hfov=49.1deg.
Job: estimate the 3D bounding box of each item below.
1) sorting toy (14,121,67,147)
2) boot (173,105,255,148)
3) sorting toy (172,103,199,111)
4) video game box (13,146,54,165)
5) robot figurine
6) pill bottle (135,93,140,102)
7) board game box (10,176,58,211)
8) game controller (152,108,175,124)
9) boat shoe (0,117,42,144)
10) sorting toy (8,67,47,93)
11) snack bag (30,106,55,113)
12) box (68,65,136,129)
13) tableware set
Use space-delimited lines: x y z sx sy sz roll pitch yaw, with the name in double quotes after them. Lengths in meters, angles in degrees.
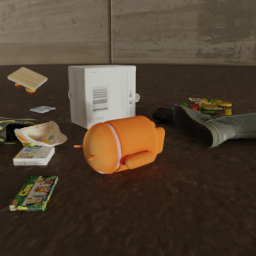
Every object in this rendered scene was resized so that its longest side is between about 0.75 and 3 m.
-2.424 0.300 8.203 1.133 0.672 1.259 13 20 36 "sorting toy"
3.274 -0.237 9.434 2.831 1.027 2.574 -14 35 -21 "boot"
2.573 -0.861 12.853 1.286 0.446 0.443 14 45 35 "sorting toy"
-2.507 0.739 7.554 0.840 0.216 0.922 2 16 -1 "video game box"
-0.154 0.389 6.902 2.194 1.578 1.280 -10 -23 -31 "robot figurine"
0.266 -1.719 15.398 0.466 0.466 0.840 -7 18 -23 "pill bottle"
-1.892 1.313 5.766 0.642 0.144 1.226 -2 16 -2 "board game box"
2.337 -0.307 10.762 2.823 0.594 1.472 16 8 42 "game controller"
-3.778 0.083 8.694 2.287 0.815 0.688 -5 13 -24 "boat shoe"
-3.652 -1.701 10.194 1.020 0.355 1.014 25 34 0 "sorting toy"
-4.024 -0.884 13.242 0.834 0.095 0.885 10 20 29 "snack bag"
-0.970 -1.282 10.825 2.238 2.226 1.462 -12 20 -35 "box"
4.006 -0.968 13.113 1.846 0.421 2.741 2 15 -5 "tableware set"
